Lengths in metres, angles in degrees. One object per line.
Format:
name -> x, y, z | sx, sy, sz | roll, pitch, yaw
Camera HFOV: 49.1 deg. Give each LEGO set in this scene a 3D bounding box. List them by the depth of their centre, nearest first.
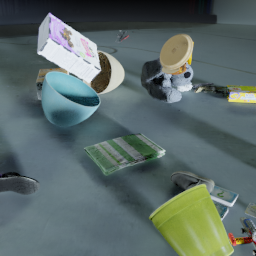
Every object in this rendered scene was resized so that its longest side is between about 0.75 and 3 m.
LEGO set -> 2.871, 2.210, 6.900 | 2.572, 0.631, 1.921 | 18, 32, 37

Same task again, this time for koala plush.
koala plush -> 2.350, -2.822, 14.979 | 2.760, 2.447, 2.536 | -21, 18, -28

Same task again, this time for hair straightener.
hair straightener -> -0.319, -4.061, 12.334 | 0.238, 0.448, 1.164 | -11, 28, 35

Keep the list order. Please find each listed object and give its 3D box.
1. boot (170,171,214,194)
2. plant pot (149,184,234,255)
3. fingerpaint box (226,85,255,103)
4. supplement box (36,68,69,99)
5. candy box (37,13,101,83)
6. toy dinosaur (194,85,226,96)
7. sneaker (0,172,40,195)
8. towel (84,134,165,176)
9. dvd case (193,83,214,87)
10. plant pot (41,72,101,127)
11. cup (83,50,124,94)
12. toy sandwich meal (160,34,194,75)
boot -> 1.581, 1.849, 7.661 | 1.404, 0.560, 1.544 | 4, 31, 32
plant pot -> 1.430, 2.194, 5.956 | 1.465, 1.465, 1.411 | -15, 59, -28
fingerpaint box -> 6.047, -1.805, 14.842 | 1.497, 0.549, 1.249 | 4, 26, 8
supplement box -> -4.182, -2.595, 15.888 | 1.702, 0.993, 2.700 | -6, 28, -10
candy box -> -2.086, -2.844, 10.034 | 2.121, 0.759, 1.779 | 26, 34, -37
toy dinosaur -> 4.872, -2.129, 15.591 | 2.219, 0.527, 0.978 | 2, 20, -4
sneaker -> -3.306, 1.529, 8.312 | 1.560, 0.591, 0.683 | 3, 22, 6
towel -> -0.116, 0.839, 9.991 | 2.375, 0.278, 1.811 | -16, 31, -26
dvd case -> 4.342, -2.484, 16.193 | 0.790, 0.130, 1.051 | -6, 4, -13
plant pot -> -2.598, -0.994, 11.694 | 2.413, 1.625, 2.413 | 28, 24, -14
cup -> -1.183, -3.067, 15.753 | 2.342, 2.342, 1.675 | 22, 19, 36
toy sandwich meal -> 2.161, -3.184, 12.187 | 0.625, 1.826, 1.826 | 21, 6, -45
